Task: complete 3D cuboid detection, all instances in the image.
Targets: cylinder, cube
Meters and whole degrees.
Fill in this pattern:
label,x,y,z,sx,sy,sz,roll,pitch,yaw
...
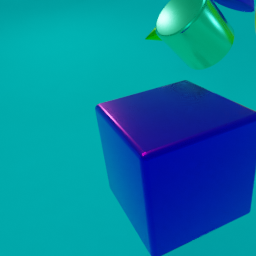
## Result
label,x,y,z,sx,sy,sz,roll,pitch,yaw
cylinder,1.336,-1.944,5.586,1.146,1.146,1.146,-28,47,34
cube,0.547,0.377,3.477,1.390,1.390,1.390,-17,30,-18

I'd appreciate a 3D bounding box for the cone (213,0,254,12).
label,x,y,z,sx,sy,sz,roll,pitch,yaw
cone,2.340,-3.006,5.744,0.920,0.923,0.920,18,17,-6

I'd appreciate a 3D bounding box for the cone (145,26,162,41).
label,x,y,z,sx,sy,sz,roll,pitch,yaw
cone,1.132,-2.519,7.008,1.517,1.511,1.511,-21,44,5
